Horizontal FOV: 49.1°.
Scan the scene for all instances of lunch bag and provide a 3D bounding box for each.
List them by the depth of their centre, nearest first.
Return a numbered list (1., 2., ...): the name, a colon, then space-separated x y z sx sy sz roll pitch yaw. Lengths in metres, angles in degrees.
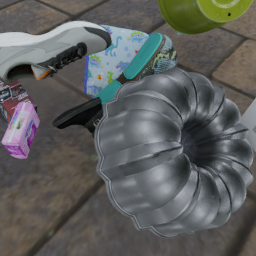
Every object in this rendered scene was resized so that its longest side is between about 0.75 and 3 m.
1. lunch bag: -0.266 -1.530 6.808 1.454 1.710 1.089 10 17 1

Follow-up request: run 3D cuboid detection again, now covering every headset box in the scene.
1. headset box: -2.527 -0.563 5.976 0.572 1.134 1.526 -36 84 -28

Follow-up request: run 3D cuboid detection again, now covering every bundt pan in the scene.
1. bundt pan: 0.800 0.239 3.776 2.385 0.895 2.385 11 68 -29

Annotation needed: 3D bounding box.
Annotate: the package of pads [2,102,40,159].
1. package of pads: -1.851 0.043 4.914 0.331 0.527 0.874 3 55 5

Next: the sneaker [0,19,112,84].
1. sneaker: -1.121 -1.109 4.290 1.851 0.684 0.734 -16 71 -12

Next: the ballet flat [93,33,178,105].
1. ballet flat: 0.094 -0.799 5.971 2.549 0.946 0.946 -44 54 13

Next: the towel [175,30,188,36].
1. towel: 1.895 -3.512 9.423 0.716 0.201 0.836 -8 75 -9

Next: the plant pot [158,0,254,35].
1. plant pot: 2.185 -3.646 7.487 2.356 2.356 2.268 -6 23 -5

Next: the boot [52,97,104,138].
1. boot: -0.741 -0.029 4.955 0.999 0.747 0.376 -28 17 -14

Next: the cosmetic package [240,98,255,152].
1. cosmetic package: 2.911 0.121 4.505 1.980 0.840 1.065 5 39 -24
